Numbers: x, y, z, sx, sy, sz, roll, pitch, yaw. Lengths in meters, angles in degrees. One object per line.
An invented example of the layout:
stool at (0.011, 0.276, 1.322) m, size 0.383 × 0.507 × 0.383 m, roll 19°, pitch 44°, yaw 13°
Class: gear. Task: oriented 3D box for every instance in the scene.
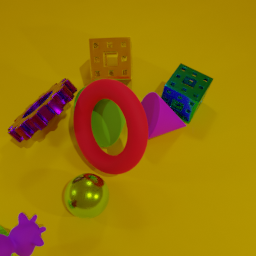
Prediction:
gear at (-2.074, -0.455, 6.808) m, size 1.890 × 0.350 × 1.890 m, roll -33°, pitch 24°, yaw 17°

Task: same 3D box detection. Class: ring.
ring at (-2.943, 2.433, 5.336) m, size 1.390 × 0.278 × 1.390 m, roll 12°, pitch 44°, yaw -13°
ring at (-0.442, -0.011, 6.108) m, size 2.100 × 2.100 × 0.420 m, roll 43°, pitch 34°, yaw 26°

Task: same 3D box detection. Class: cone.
cone at (-0.315, -0.488, 7.343) m, size 1.553 × 1.553 × 1.559 m, roll 36°, pitch 36°, yaw 22°
cone at (1.010, -0.180, 7.221) m, size 1.230 × 1.226 × 1.226 m, roll 13°, pitch 51°, yaw -24°

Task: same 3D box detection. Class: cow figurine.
cow figurine at (-2.173, 2.019, 4.723) m, size 1.391 × 1.414 × 0.776 m, roll -42°, pitch 65°, yaw -12°

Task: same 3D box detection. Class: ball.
ball at (-0.855, 1.419, 5.875) m, size 0.937 × 0.937 × 0.937 m, roll 0°, pitch 55°, yaw 0°

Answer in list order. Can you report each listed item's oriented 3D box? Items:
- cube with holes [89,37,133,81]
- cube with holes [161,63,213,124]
cube with holes at (-0.431, -1.892, 7.808) m, size 1.074 × 1.074 × 1.074 m, roll -2°, pitch 11°, yaw 3°
cube with holes at (1.512, -0.909, 7.451) m, size 0.953 × 0.953 × 0.953 m, roll 29°, pitch 59°, yaw 13°
